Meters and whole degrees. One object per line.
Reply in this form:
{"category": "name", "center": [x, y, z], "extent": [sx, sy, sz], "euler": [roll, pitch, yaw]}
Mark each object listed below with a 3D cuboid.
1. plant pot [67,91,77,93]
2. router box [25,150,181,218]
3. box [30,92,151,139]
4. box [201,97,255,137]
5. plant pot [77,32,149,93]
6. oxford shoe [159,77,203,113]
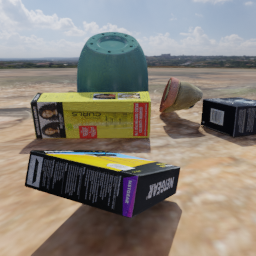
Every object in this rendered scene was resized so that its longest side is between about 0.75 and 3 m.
{"category": "plant pot", "center": [-1.616, -0.443, 7.921], "extent": [0.945, 0.945, 0.820], "euler": [14, 55, 43]}
{"category": "router box", "center": [-0.175, 0.590, 3.521], "extent": [1.288, 0.441, 1.727], "euler": [10, -1, 23]}
{"category": "box", "center": [-0.877, -0.318, 7.047], "extent": [2.855, 1.074, 0.715], "euler": [0, 27, -3]}
{"category": "box", "center": [3.020, -0.361, 7.790], "extent": [1.400, 0.822, 1.376], "euler": [-5, 15, -23]}
{"category": "plant pot", "center": [-0.466, -1.726, 8.426], "extent": [2.329, 1.869, 2.329], "euler": [1, 42, -1]}
{"category": "oxford shoe", "center": [1.672, -0.907, 9.194], "extent": [1.099, 1.053, 2.976], "euler": [15, 4, 2]}
